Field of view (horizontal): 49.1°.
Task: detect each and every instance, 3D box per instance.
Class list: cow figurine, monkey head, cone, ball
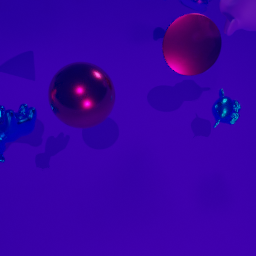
[{"bbox_3d":[-2.220,0.118,5.215,0.595,1.067,1.084,20,19,32],"label":"cow figurine"},{"bbox_3d":[2.233,-2.097,5.221,1.510,1.086,0.910,-26,58,-12],"label":"monkey head"},{"bbox_3d":[1.318,-1.896,6.464,1.258,1.258,1.262,-2,16,-2],"label":"cone"},{"bbox_3d":[2.340,-0.394,6.876,0.642,0.767,1.066,15,73,0],"label":"monkey head"},{"bbox_3d":[1.925,-4.430,9.258,1.618,0.888,1.592,37,33,17],"label":"cow figurine"},{"bbox_3d":[-0.802,-0.569,4.927,1.166,1.166,1.166,0,52,0],"label":"ball"}]
